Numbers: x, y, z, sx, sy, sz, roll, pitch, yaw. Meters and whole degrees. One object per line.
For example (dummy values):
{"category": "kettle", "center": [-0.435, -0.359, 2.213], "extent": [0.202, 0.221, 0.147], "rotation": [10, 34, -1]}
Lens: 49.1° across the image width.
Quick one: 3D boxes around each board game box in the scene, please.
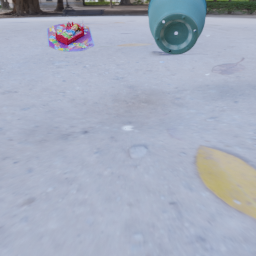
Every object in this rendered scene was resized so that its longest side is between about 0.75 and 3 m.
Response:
{"category": "board game box", "center": [-1.293, -2.139, 6.228], "extent": [0.994, 0.245, 1.259], "rotation": [-6, 47, -13]}

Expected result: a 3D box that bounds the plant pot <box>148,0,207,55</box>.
{"category": "plant pot", "center": [1.537, -3.312, 8.850], "extent": [1.962, 1.962, 1.843], "rotation": [4, 44, 7]}
